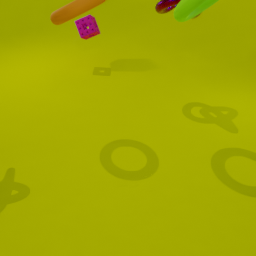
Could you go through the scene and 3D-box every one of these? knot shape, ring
[{"bbox_3d":[1.797,-4.234,8.576,1.883,0.870,1.762,11,72,46],"label":"knot shape"},{"bbox_3d":[-1.169,-2.963,6.823,1.582,0.316,1.582,-22,26,11],"label":"ring"},{"bbox_3d":[1.803,-3.017,6.360,1.721,0.344,1.721,-33,5,3],"label":"ring"}]

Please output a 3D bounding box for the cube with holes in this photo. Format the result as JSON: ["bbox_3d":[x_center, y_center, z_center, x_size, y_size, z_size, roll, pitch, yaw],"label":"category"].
[{"bbox_3d":[-1.686,-4.225,11.782,0.715,0.715,0.715,-18,8,13],"label":"cube with holes"}]
